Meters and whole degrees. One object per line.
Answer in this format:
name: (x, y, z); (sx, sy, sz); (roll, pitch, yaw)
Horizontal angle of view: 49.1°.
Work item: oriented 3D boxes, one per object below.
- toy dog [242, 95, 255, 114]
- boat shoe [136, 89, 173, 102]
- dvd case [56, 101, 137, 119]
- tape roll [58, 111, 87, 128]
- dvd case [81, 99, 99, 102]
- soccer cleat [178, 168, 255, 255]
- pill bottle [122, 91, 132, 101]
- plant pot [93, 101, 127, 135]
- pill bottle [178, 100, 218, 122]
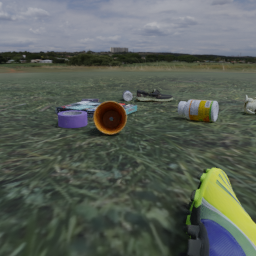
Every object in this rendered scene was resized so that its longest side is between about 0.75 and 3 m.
toy dog: (5.497, -0.940, 11.811); (1.068, 0.745, 1.035); (3, 25, 9)
boat shoe: (1.453, -1.792, 15.248); (2.032, 0.668, 0.726); (-1, 14, -2)
dvd case: (-1.327, -0.819, 12.140); (2.891, 0.318, 2.111); (8, 16, 24)
tape roll: (-1.952, -0.319, 9.898); (1.017, 0.432, 1.017); (0, 15, 0)
dvd case: (-2.038, -1.443, 15.031); (0.945, 0.101, 1.270); (-1, 14, -4)
soccer cleat: (1.200, 1.207, 3.408); (0.992, 0.767, 2.373); (16, 18, 12)
pill bottle: (-0.048, -1.799, 15.618); (0.509, 0.509, 0.895); (-2, 14, -6)
plant pot: (-0.550, -0.298, 8.941); (1.019, 1.019, 0.933); (0, -2, -1)
pill bottle: (2.640, -0.676, 10.615); (1.389, 0.771, 0.771); (8, 16, 30)
